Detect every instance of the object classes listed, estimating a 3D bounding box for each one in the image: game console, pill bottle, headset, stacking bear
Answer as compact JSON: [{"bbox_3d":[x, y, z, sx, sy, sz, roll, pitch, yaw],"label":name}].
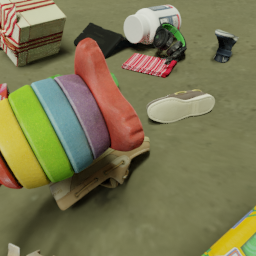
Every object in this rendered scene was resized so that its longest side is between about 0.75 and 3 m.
[{"bbox_3d":[-0.865,-3.381,11.173,1.940,1.129,1.706,32,79,34],"label":"game console"},{"bbox_3d":[0.926,-3.969,10.829,1.305,1.305,2.183,32,42,33],"label":"pill bottle"},{"bbox_3d":[1.552,-2.942,9.721,1.281,0.975,2.075,32,52,-21],"label":"headset"},{"bbox_3d":[-1.240,0.159,3.404,2.390,1.359,1.451,-26,79,-16],"label":"stacking bear"}]

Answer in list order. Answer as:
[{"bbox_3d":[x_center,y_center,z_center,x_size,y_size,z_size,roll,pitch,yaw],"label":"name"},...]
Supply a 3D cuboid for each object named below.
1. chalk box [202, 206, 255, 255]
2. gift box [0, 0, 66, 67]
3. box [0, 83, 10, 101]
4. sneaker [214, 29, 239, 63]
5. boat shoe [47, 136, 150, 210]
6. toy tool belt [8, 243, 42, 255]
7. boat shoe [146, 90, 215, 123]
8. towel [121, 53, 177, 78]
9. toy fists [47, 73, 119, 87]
[{"bbox_3d":[1.562,2.217,3.019,2.844,1.763,1.775,-27,46,-30],"label":"chalk box"},{"bbox_3d":[-3.572,-3.636,9.503,2.044,2.189,2.020,-33,72,-35],"label":"gift box"},{"bbox_3d":[-3.226,-0.215,6.697,0.863,0.901,1.808,-12,41,-14],"label":"box"},{"bbox_3d":[3.260,-2.803,9.702,1.408,1.017,0.535,-3,34,-48],"label":"sneaker"},{"bbox_3d":[-0.423,0.833,5.601,2.424,0.864,0.782,-21,78,-35],"label":"boat shoe"},{"bbox_3d":[-1.280,2.129,3.231,2.250,1.383,1.405,9,23,11],"label":"toy tool belt"},{"bbox_3d":[1.326,-0.628,7.411,1.948,0.700,0.580,-11,34,-18],"label":"boat shoe"},{"bbox_3d":[0.765,-2.227,9.752,1.685,0.189,1.218,16,41,20],"label":"towel"},{"bbox_3d":[-1.347,-1.178,8.020,2.194,0.754,1.118,-14,42,-18],"label":"toy fists"}]
